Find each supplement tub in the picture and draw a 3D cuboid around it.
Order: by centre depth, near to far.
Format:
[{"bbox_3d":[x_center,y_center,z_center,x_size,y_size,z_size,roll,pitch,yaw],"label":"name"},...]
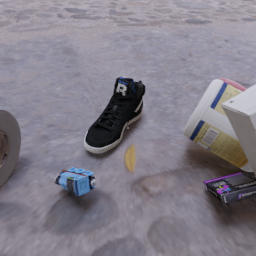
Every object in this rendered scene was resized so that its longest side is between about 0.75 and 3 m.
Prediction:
[{"bbox_3d":[2.288,0.024,5.755,1.939,1.400,1.400,31,43,11],"label":"supplement tub"}]

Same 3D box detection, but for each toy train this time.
[{"bbox_3d":[-0.994,0.979,5.212,0.896,0.388,0.512,3,10,43],"label":"toy train"}]

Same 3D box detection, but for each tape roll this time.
[{"bbox_3d":[-2.730,0.405,5.255,0.541,1.637,1.637,10,36,13],"label":"tape roll"}]

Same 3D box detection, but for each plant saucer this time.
[{"bbox_3d":[2.812,-0.739,7.267,0.345,1.360,1.360,-52,48,1],"label":"plant saucer"}]

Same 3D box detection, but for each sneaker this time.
[{"bbox_3d":[-0.324,-0.499,6.734,0.841,1.288,2.303,19,39,19],"label":"sneaker"}]

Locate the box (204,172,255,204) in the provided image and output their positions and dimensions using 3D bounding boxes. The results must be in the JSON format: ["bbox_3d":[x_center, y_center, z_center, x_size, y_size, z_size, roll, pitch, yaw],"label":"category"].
[{"bbox_3d":[1.831,1.031,4.913,0.739,0.187,1.034,-14,0,1],"label":"box"}]

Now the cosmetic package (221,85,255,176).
[{"bbox_3d":[2.605,0.371,4.410,1.230,2.287,0.970,-31,15,3],"label":"cosmetic package"}]
